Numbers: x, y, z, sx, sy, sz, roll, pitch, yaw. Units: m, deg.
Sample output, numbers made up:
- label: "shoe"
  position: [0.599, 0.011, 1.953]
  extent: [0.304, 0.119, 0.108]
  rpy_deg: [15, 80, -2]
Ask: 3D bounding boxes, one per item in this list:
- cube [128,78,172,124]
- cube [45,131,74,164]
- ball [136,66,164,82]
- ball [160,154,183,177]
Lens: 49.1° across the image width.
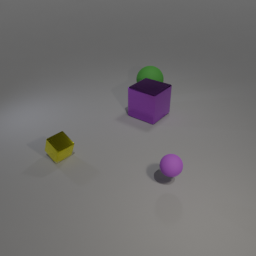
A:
- label: "cube"
  position: [0.950, -1.224, 12.400]
  extent: [1.400, 1.400, 1.400]
  rpy_deg: [22, 38, 31]
- label: "cube"
  position: [-2.409, 0.673, 9.840]
  extent: [0.700, 0.700, 0.700]
  rpy_deg: [44, 48, 18]
- label: "ball"
  position: [1.132, -2.495, 14.440]
  extent: [1.400, 1.400, 1.400]
  rpy_deg: [0, 32, 0]
- label: "ball"
  position: [1.301, 1.126, 8.416]
  extent: [0.700, 0.700, 0.700]
  rpy_deg: [0, 32, 0]
